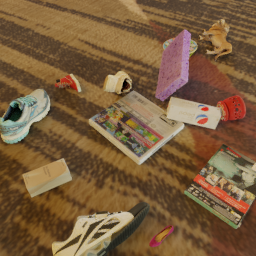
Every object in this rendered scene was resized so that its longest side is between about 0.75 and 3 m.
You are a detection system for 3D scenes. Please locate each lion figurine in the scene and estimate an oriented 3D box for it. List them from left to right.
[{"bbox_3d":[4.669,-4.392,14.262,1.642,0.972,2.681,-3,61,-13],"label":"lion figurine"}]

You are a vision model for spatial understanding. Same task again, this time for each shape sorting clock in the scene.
[{"bbox_3d":[2.650,-4.197,14.280,1.740,0.341,1.740,-2,48,2],"label":"shape sorting clock"}]

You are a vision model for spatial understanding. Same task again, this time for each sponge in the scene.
[{"bbox_3d":[1.938,-2.686,11.886,0.436,1.631,2.924,26,54,-19],"label":"sponge"}]

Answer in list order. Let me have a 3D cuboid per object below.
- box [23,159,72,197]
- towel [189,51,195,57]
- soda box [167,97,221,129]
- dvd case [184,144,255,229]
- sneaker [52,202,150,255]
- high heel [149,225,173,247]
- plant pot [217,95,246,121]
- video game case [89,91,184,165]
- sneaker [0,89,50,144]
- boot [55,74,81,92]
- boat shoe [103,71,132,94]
[{"bbox_3d":[-2.572,1.583,8.976,1.359,0.528,0.645,-23,52,-19],"label":"box"},{"bbox_3d":[2.990,-3.741,14.091,0.416,0.087,0.968,28,53,22],"label":"towel"},{"bbox_3d":[2.468,-0.568,10.608,1.914,0.652,0.609,13,38,0],"label":"soda box"},{"bbox_3d":[3.251,1.737,9.022,1.823,0.275,2.497,32,56,25],"label":"dvd case"},{"bbox_3d":[-0.725,2.683,7.615,2.906,1.077,1.286,-30,57,-25],"label":"sneaker"},{"bbox_3d":[0.921,2.990,7.805,0.808,0.388,0.272,-32,55,-25],"label":"high heel"},{"bbox_3d":[3.950,-0.735,10.849,0.831,0.913,0.913,-13,49,-2],"label":"plant pot"},{"bbox_3d":[0.310,-0.149,10.706,2.485,0.313,2.727,-36,58,-28],"label":"video game case"},{"bbox_3d":[-3.858,-0.710,10.615,1.051,1.169,2.709,13,49,11],"label":"sneaker"},{"bbox_3d":[-2.623,-1.828,12.133,0.930,0.467,1.289,-23,44,-19],"label":"boot"},{"bbox_3d":[-0.253,-1.774,11.430,0.803,0.855,2.320,21,22,11],"label":"boat shoe"}]
